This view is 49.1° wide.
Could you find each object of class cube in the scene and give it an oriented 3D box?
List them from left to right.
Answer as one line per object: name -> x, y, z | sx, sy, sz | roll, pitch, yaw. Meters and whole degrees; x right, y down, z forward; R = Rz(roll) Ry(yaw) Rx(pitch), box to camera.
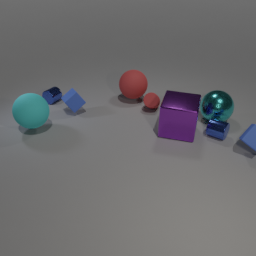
cube -> -2.452, -1.246, 12.585 | 0.700, 0.700, 0.700 | -43, 35, -4
cube -> 2.023, -0.485, 11.001 | 1.400, 1.400, 1.400 | 10, 37, 13
cube -> 4.431, 0.337, 9.764 | 0.700, 0.700, 0.700 | 40, 11, 10

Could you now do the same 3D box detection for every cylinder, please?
cylinder -> -3.742, -1.609, 13.829 | 0.700, 0.700, 0.700 | 14, 33, 24
cylinder -> 1.113, -1.256, 12.977 | 0.700, 0.700, 0.700 | 7, 1, 13
cylinder -> 3.513, 0.041, 10.948 | 0.700, 0.700, 0.700 | 20, 36, 31

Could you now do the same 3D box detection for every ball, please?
ball -> -3.834, -0.674, 11.087 | 1.400, 1.400, 1.400 | 0, 30, 0
ball -> 0.260, -2.128, 13.639 | 1.400, 1.400, 1.400 | 0, 30, 0
ball -> 3.777, -0.907, 11.917 | 1.400, 1.400, 1.400 | 0, 30, 0
